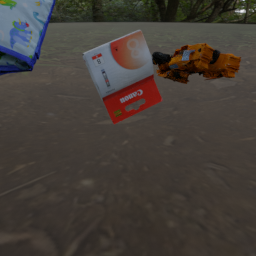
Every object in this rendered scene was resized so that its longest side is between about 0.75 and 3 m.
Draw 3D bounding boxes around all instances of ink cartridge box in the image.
[{"bbox_3d":[-0.025,-0.562,3.194,0.711,0.877,0.220,-26,12,-10],"label":"ink cartridge box"}]

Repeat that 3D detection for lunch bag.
[{"bbox_3d":[-3.340,-2.696,6.538,2.959,1.886,2.516,10,68,-3],"label":"lunch bag"}]

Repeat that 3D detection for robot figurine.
[{"bbox_3d":[1.139,-1.149,5.172,1.205,0.484,1.662,12,-1,-24],"label":"robot figurine"}]
